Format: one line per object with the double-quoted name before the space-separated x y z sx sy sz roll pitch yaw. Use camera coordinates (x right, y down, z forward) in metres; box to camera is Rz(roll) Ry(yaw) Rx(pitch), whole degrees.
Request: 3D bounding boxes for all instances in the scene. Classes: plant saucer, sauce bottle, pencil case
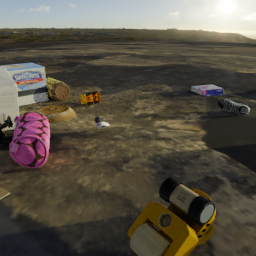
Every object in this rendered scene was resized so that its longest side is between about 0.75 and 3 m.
"plant saucer" -3.122 -0.677 11.961 1.738 0.308 1.738 0 22 0
"sauce bottle" -4.161 -2.204 14.854 0.981 0.981 2.973 -16 28 -34
"pencil case" -3.019 0.281 8.609 1.139 1.104 2.433 30 7 -25

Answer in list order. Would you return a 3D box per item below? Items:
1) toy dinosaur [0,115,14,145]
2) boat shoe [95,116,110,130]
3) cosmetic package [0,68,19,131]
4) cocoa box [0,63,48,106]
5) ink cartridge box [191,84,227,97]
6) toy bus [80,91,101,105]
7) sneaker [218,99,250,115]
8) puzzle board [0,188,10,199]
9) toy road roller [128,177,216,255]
"toy dinosaur" -4.311 0.260 9.372 1.130 0.851 1.666 -23 47 -16
"boat shoe" -0.956 -0.204 9.940 0.424 0.401 1.212 -18 -6 7
"cosmetic package" -5.255 -1.070 10.566 1.797 1.786 2.147 -12 32 -30
"cocoa box" -5.491 -2.098 13.541 2.654 1.741 1.770 -16 27 -35
"ink cartridge box" 4.478 -2.092 15.489 1.402 0.309 1.428 -8 22 -20
"toy bus" -1.895 -1.437 13.603 0.907 0.615 0.870 -18 12 -42
"sneaker" 4.782 -0.975 12.560 1.384 0.519 0.799 25 27 28
"puzzle board" -3.330 1.586 6.679 0.820 0.071 0.618 12 26 29
"toy road roller" 0.935 1.850 5.135 1.632 1.192 1.003 -49 40 -12
